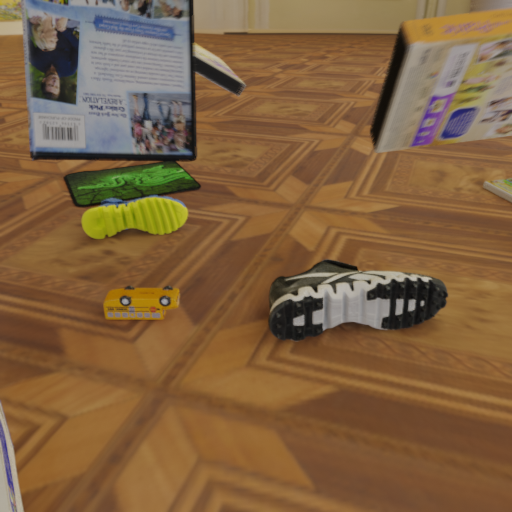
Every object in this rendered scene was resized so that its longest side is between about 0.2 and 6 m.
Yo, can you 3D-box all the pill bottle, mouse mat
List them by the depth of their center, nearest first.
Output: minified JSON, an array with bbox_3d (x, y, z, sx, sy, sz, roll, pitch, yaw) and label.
[{"bbox_3d":[2.717,-2.829,6.124,0.677,1.235,0.677,-5,63,9],"label":"pill bottle"},{"bbox_3d":[-2.850,-1.694,12.725,2.756,0.104,2.218,-11,29,-22],"label":"mouse mat"}]

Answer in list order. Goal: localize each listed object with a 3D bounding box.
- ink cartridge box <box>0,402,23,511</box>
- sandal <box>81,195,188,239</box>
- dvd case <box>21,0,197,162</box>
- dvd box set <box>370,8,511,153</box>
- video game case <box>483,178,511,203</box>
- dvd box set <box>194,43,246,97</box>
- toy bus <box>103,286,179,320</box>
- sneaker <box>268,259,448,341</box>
[{"bbox_3d":[-2.142,1.965,4.538,0.421,1.067,2.146,-14,30,-23],"label":"ink cartridge box"},{"bbox_3d":[-2.211,-0.804,10.337,1.879,0.747,0.818,-2,23,-7],"label":"sandal"},{"bbox_3d":[-1.239,-1.884,4.890,1.493,2.093,0.184,-5,8,-31],"label":"dvd case"},{"bbox_3d":[1.956,-1.418,4.542,1.855,1.357,0.273,-8,67,-2],"label":"dvd box set"},{"bbox_3d":[5.927,-1.322,11.898,1.437,0.181,1.579,-8,29,-16],"label":"video game case"},{"bbox_3d":[-1.038,-3.613,10.318,1.338,0.269,1.829,21,23,-32],"label":"dvd box set"},{"bbox_3d":[-1.581,0.662,7.789,1.013,0.396,0.330,0,26,0],"label":"toy bus"},{"bbox_3d":[1.317,0.466,7.689,2.530,0.841,1.144,-6,31,-8],"label":"sneaker"}]
